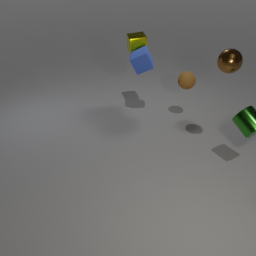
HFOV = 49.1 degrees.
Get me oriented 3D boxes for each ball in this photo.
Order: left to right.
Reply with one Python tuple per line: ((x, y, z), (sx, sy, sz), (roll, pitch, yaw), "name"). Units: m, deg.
((2.301, -1.859, 10.951), (0.700, 0.700, 0.700), (0, 30, 0), "ball")
((2.913, -1.911, 8.006), (0.700, 0.700, 0.700), (0, 30, 0), "ball")

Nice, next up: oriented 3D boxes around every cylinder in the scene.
((3.521, -0.171, 8.118), (0.700, 0.700, 0.700), (-19, 66, -29), "cylinder")

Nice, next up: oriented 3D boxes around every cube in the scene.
((0.360, -3.369, 11.204), (0.700, 0.700, 0.700), (-10, 38, -6), "cube")
((0.540, -2.613, 10.807), (0.700, 0.700, 0.700), (-18, 36, 19), "cube")
